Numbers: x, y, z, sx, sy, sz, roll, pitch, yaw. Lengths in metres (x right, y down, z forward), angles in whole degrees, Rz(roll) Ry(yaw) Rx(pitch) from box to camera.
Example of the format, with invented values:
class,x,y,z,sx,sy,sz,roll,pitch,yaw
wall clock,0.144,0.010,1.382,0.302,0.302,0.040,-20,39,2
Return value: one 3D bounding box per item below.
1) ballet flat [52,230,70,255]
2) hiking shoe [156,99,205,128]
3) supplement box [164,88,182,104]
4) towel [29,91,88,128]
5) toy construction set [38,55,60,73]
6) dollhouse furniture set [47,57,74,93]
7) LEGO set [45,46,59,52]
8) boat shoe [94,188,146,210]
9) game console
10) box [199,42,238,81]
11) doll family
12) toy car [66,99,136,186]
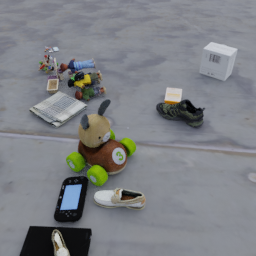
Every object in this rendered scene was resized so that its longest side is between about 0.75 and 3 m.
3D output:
class,x,y,z,sx,sy,sz,roll,pitch,yaw
ballet flat,-1.701,2.977,6.983,0.339,0.377,1.000,-17,43,-22
hiking shoe,2.155,-0.823,11.494,2.084,1.049,0.789,19,43,21
supplement box,2.029,-1.333,12.600,0.712,0.415,1.129,8,41,9
towel,-3.013,-0.883,12.073,1.796,0.322,1.866,28,48,24
toy construction set,-4.329,-3.179,14.622,0.978,0.901,1.172,55,30,-5
dollhouse furniture set,-3.322,-2.601,13.468,1.393,1.248,1.758,-5,40,-6
LEGO set,-4.647,-4.785,16.916,0.825,0.202,0.616,-14,38,-16
boat shoe,-0.259,2.062,8.441,1.584,0.542,0.592,3,40,4
game console,-1.846,2.542,8.023,1.723,0.352,2.920,2,39,2
box,4.567,-3.386,14.248,1.447,1.455,0.951,27,49,29
doll family,-2.226,-2.422,13.445,1.726,1.172,2.987,-15,37,-11
toy car,-0.898,0.261,9.100,1.882,2.385,1.959,26,48,26
